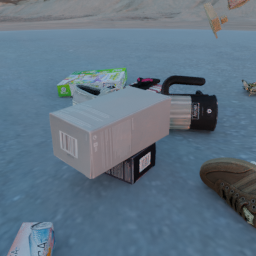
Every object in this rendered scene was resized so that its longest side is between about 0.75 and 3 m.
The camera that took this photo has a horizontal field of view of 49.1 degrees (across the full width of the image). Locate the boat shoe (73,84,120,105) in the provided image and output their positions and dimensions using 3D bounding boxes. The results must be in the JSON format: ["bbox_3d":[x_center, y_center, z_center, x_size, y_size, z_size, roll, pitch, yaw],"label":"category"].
[{"bbox_3d":[-0.697,-0.927,9.181,2.805,0.999,0.978,13,27,27],"label":"boat shoe"}]

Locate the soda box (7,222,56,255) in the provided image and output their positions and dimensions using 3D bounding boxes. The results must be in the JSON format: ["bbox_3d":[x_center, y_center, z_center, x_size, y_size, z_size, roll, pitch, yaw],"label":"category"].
[{"bbox_3d":[-1.315,1.835,3.564,0.468,0.435,1.369,0,24,0],"label":"soda box"}]

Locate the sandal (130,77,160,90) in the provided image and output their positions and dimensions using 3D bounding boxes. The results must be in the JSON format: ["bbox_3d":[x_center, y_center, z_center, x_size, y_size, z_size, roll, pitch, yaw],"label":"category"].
[{"bbox_3d":[0.719,-1.962,11.734,0.739,0.443,1.967,18,30,29],"label":"sandal"}]

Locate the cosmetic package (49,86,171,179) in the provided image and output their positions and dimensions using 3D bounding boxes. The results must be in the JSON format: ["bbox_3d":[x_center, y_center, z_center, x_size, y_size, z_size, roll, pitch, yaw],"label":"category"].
[{"bbox_3d":[-0.259,-0.062,5.624,1.220,1.030,2.284,22,31,40],"label":"cosmetic package"}]

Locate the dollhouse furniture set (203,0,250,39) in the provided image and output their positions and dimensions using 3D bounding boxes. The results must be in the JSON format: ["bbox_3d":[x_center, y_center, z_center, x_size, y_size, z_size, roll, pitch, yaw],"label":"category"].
[{"bbox_3d":[3.124,-3.483,8.059,1.618,1.380,0.790,-22,57,18],"label":"dollhouse furniture set"}]

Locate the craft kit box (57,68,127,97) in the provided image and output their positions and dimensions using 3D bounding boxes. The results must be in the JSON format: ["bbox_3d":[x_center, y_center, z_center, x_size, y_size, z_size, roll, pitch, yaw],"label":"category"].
[{"bbox_3d":[-1.397,-1.981,11.935,2.524,0.620,2.556,-1,23,6],"label":"craft kit box"}]

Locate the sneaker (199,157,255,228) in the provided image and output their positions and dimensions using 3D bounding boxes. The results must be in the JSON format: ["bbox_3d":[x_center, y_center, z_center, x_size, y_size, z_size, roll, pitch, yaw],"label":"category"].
[{"bbox_3d":[2.084,1.156,4.693,2.296,0.809,0.867,13,43,45],"label":"sneaker"}]

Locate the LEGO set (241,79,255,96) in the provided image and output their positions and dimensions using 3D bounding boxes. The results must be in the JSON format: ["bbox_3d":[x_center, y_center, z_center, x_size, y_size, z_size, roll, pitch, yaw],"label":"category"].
[{"bbox_3d":[5.338,-1.581,11.535,1.932,0.548,1.255,7,23,-16],"label":"LEGO set"}]

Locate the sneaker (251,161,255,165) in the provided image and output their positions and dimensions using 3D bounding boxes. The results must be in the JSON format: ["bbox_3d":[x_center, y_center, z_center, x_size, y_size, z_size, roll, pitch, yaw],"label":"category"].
[{"bbox_3d":[2.462,1.126,5.363,0.495,0.421,1.119,-22,29,5],"label":"sneaker"}]

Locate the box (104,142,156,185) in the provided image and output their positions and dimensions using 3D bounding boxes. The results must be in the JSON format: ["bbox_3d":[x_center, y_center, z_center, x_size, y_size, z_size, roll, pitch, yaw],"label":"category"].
[{"bbox_3d":[-0.149,0.579,6.158,1.246,0.650,0.922,16,29,33],"label":"box"}]

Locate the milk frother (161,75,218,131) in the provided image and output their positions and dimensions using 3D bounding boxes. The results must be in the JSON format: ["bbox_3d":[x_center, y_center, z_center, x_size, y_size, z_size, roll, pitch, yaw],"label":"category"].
[{"bbox_3d":[1.662,-0.581,8.456,1.688,1.620,1.795,3,-19,5],"label":"milk frother"}]

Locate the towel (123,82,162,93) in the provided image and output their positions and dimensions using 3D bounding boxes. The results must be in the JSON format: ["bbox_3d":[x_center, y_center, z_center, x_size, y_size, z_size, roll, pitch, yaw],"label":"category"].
[{"bbox_3d":[0.549,-1.554,11.637,1.399,0.221,1.942,16,30,30],"label":"towel"}]
